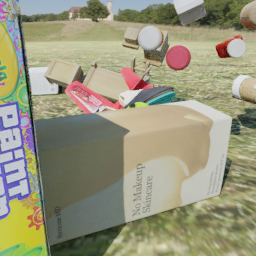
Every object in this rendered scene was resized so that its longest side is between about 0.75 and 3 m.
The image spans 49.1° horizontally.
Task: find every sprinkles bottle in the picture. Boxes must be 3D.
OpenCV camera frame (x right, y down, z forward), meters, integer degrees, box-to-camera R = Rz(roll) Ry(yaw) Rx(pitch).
[{"bbox_3d":[4.850,-1.189,9.663,0.885,0.885,2.592,-10,23,-24],"label":"sprinkles bottle"}]

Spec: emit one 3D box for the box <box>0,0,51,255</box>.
[{"bbox_3d":[-2.211,0.283,2.782,1.819,2.981,2.872,-15,26,-35],"label":"box"}]

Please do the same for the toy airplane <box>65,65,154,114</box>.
[{"bbox_3d":[-0.222,-0.553,6.589,2.419,2.419,0.445,-2,-11,-5],"label":"toy airplane"}]

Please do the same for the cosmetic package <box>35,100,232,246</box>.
[{"bbox_3d":[0.070,0.522,4.304,2.870,1.510,1.020,-10,25,-22],"label":"cosmetic package"}]

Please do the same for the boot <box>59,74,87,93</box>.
[{"bbox_3d":[-1.802,-1.904,11.889,2.116,0.779,0.798,-4,14,-2],"label":"boot"}]

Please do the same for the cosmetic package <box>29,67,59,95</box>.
[{"bbox_3d":[-4.252,-1.940,11.567,2.687,0.995,1.366,-3,20,-11],"label":"cosmetic package"}]

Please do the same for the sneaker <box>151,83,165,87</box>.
[{"bbox_3d":[1.387,-1.565,11.374,1.083,0.409,0.381,11,23,28],"label":"sneaker"}]

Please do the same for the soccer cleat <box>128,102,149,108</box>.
[{"bbox_3d":[-0.276,0.332,5.156,0.661,1.959,0.794,48,0,22],"label":"soccer cleat"}]

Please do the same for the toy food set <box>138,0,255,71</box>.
[{"bbox_3d":[1.476,-1.808,4.831,2.734,1.305,1.230,-19,13,17],"label":"toy food set"}]

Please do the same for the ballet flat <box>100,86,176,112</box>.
[{"bbox_3d":[-0.069,-0.293,6.042,2.542,0.929,0.929,-41,37,-19],"label":"ballet flat"}]

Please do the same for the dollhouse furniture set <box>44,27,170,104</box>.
[{"bbox_3d":[-0.465,-1.747,8.107,2.701,2.388,1.501,19,-16,14],"label":"dollhouse furniture set"}]
